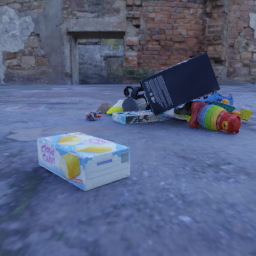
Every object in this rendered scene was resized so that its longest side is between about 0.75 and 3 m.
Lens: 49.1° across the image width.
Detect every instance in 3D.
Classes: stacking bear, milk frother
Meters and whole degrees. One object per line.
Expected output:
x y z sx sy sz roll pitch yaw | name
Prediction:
3.306 -0.325 10.373 1.015 1.084 1.784 -10 23 -38 | stacking bear
0.183 -1.385 14.081 1.591 1.436 1.497 0 14 34 | milk frother

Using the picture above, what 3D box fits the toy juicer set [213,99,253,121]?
4.165 -0.958 12.490 2.380 0.648 1.514 17 2 -4 | toy juicer set

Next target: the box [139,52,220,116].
1.980 -1.821 11.801 2.682 1.533 2.945 -21 8 4 | box

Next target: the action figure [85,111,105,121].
-1.605 -0.596 12.860 0.863 0.467 0.892 2 7 -37 | action figure

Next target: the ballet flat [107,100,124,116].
-0.151 -1.128 14.682 2.262 0.758 0.756 -8 14 -35 | ballet flat

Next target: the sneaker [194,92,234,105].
5.157 -1.718 17.184 2.496 0.979 0.823 4 14 26 | sneaker

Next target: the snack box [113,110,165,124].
0.477 -0.506 12.528 2.033 0.377 1.181 -6 13 -28 | snack box

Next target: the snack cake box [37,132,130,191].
-1.011 0.625 6.097 1.135 0.663 1.973 -12 16 -41 | snack cake box

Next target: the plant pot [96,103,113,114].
-1.172 -1.069 15.061 1.093 0.504 1.093 0 12 0 | plant pot

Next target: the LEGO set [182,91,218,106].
3.113 -1.514 13.571 2.592 0.636 1.937 -15 -4 -24 | LEGO set

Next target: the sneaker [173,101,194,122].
2.777 -0.820 12.806 0.804 0.881 2.176 -4 12 -20 | sneaker
